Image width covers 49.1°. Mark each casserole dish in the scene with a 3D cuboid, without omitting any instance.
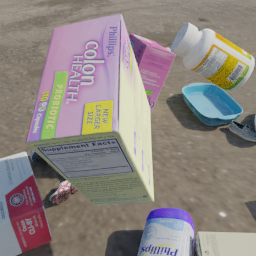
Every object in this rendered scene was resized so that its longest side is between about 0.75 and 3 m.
[{"bbox_3d":[3.204,-0.931,11.007,1.726,0.553,2.850,-8,37,-11],"label":"casserole dish"}]

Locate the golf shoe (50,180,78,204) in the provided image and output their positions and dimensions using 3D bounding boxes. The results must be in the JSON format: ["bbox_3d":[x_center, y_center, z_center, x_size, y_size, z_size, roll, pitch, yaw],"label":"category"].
[{"bbox_3d":[-1.731,1.684,7.549,0.462,0.364,1.004,20,31,32],"label":"golf shoe"}]

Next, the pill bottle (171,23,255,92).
[{"bbox_3d":[1.987,-1.722,6.738,1.827,1.015,1.015,27,34,-13],"label":"pill bottle"}]

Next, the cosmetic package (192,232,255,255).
[{"bbox_3d":[2.306,2.640,5.647,1.869,0.968,0.683,1,41,3],"label":"cosmetic package"}]

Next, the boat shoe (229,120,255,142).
[{"bbox_3d":[4.040,0.081,9.711,0.395,0.403,1.132,-28,44,-33],"label":"boat shoe"}]

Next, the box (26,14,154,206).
[{"bbox_3d":[-0.387,-0.133,4.972,1.246,2.576,2.266,-7,56,11],"label":"box"}]

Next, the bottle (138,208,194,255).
[{"bbox_3d":[0.649,2.809,5.420,1.067,0.834,2.555,-10,36,28],"label":"bottle"}]

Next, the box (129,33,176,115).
[{"bbox_3d":[0.432,-1.995,10.370,1.164,2.407,2.117,12,25,-21],"label":"box"}]

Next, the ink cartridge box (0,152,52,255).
[{"bbox_3d":[-3.501,1.977,6.346,2.952,1.231,2.142,-17,39,-22],"label":"ink cartridge box"}]

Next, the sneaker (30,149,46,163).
[{"bbox_3d":[-1.620,0.875,8.193,2.387,0.908,1.725,-22,51,-6],"label":"sneaker"}]

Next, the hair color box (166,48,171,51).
[{"bbox_3d":[2.218,-4.203,15.762,0.511,0.308,1.006,-7,37,-8],"label":"hair color box"}]
